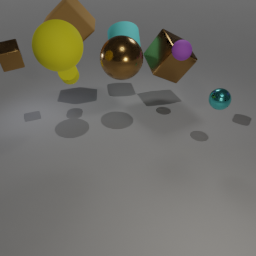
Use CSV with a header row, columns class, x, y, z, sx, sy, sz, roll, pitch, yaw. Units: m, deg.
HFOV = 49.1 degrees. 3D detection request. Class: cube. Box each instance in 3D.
class,x,y,z,sx,sy,sz,roll,pitch,yaw
cube,-3.927,-2.413,9.309,0.700,0.700,0.700,-18,56,-14
cube,-2.220,-3.978,10.652,1.400,1.400,1.400,-36,32,20
cube,1.748,-2.979,11.741,1.400,1.400,1.400,12,45,-36

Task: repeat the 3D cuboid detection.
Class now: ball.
class,x,y,z,sx,sy,sz,roll,pitch,yaw
ball,1.874,-2.707,9.743,0.700,0.700,0.700,0,30,0
ball,-0.208,-2.250,9.017,1.400,1.400,1.400,0,30,0
ball,-1.958,-2.291,7.838,1.400,1.400,1.400,0,30,0
ball,2.932,-0.921,8.940,0.700,0.700,0.700,0,30,0

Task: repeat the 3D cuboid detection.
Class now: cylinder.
class,x,y,z,sx,sy,sz,roll,pitch,yaw
cylinder,-2.195,-2.022,10.382,0.700,0.700,0.700,-2,-3,-4
cylinder,-0.161,-3.698,12.379,1.400,1.400,1.400,-4,73,-7
